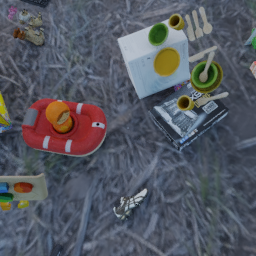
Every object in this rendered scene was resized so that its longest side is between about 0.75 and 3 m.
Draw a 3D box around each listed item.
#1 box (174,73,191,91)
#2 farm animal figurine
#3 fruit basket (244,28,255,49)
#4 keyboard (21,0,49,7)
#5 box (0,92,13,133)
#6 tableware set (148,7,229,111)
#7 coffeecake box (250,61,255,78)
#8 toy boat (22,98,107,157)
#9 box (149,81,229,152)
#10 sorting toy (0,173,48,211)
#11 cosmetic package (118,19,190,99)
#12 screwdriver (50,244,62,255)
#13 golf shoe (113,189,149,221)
[{"bbox_3d":[1.949,-1.779,10.216,0.694,0.198,1.014,-11,67,-6],"label":"box"},{"bbox_3d":[-3.928,-3.881,10.897,1.287,0.801,1.594,-6,62,-23],"label":"farm animal figurine"},{"bbox_3d":[5.281,-3.648,10.251,1.528,1.650,0.773,-9,66,-3],"label":"fruit basket"},{"bbox_3d":[-3.931,-5.585,11.924,1.242,0.159,0.746,20,68,8],"label":"keyboard"},{"bbox_3d":[-5.672,-0.938,9.023,2.666,1.689,2.768,-23,69,-10],"label":"box"},{"bbox_3d":[1.441,-1.801,7.481,1.854,0.422,2.752,-19,75,33],"label":"tableware set"},{"bbox_3d":[5.136,-1.960,10.180,0.864,0.411,1.125,-17,67,-7],"label":"coffeecake box"},{"bbox_3d":[-2.011,-0.203,8.658,2.703,1.767,1.764,9,66,4],"label":"toy boat"},{"bbox_3d":[1.994,-0.490,9.338,2.081,0.518,1.641,-36,70,-7],"label":"box"},{"bbox_3d":[-2.666,1.620,6.662,1.432,1.923,0.257,-2,56,-13],"label":"sorting toy"},{"bbox_3d":[0.918,-2.225,9.230,1.922,1.916,1.181,-22,58,2],"label":"cosmetic package"},{"bbox_3d":[-2.204,3.950,7.432,0.245,0.255,1.755,17,48,7],"label":"screwdriver"},{"bbox_3d":[0.099,2.170,8.331,1.228,0.477,0.580,-42,73,-18],"label":"golf shoe"}]
